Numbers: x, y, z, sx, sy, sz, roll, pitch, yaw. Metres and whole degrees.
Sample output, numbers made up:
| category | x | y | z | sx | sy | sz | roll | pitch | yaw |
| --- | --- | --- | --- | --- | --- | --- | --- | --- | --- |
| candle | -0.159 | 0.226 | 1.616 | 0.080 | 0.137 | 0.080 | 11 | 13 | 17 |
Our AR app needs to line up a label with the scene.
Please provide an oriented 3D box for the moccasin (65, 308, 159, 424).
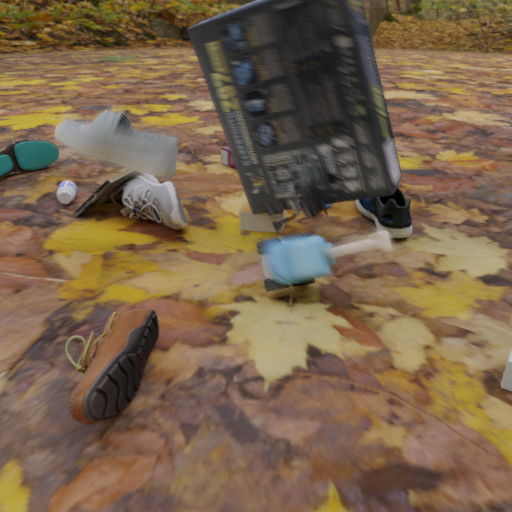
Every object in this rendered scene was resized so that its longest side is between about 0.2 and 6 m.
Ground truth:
| category | x | y | z | sx | sy | sz | roll | pitch | yaw |
| --- | --- | --- | --- | --- | --- | --- | --- | --- | --- |
| moccasin | -1.928 | 1.328 | 7.259 | 0.877 | 0.831 | 2.273 | -1 | 27 | 5 |

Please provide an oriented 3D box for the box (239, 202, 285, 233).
| category | x | y | z | sx | sy | sz | roll | pitch | yaw |
| --- | --- | --- | --- | --- | --- | --- | --- | --- | --- |
| box | 0.135 | -0.835 | 12.129 | 0.934 | 0.455 | 0.581 | 4 | 27 | 9 |

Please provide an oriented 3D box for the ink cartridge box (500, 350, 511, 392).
| category | x | y | z | sx | sy | sz | roll | pitch | yaw |
| --- | --- | --- | --- | --- | --- | --- | --- | --- | --- |
| ink cartridge box | 3.869 | 1.521 | 7.269 | 1.123 | 0.465 | 0.818 | 15 | 30 | 28 |

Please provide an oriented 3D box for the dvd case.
| category | x | y | z | sx | sy | sz | roll | pitch | yaw |
| --- | --- | --- | --- | --- | --- | --- | --- | --- | --- |
| dvd case | -3.280 | -1.648 | 13.130 | 1.464 | 0.157 | 1.968 | -34 | 8 | 32 |

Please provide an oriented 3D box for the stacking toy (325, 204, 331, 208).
| category | x | y | z | sx | sy | sz | roll | pitch | yaw |
| --- | --- | --- | --- | --- | --- | --- | --- | --- | --- |
| stacking toy | 1.040 | -1.595 | 13.485 | 1.554 | 0.853 | 0.902 | 0 | 26 | 25 |

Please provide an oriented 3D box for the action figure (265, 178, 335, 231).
| category | x | y | z | sx | sy | sz | roll | pitch | yaw |
| --- | --- | --- | --- | --- | --- | --- | --- | --- | --- |
| action figure | 0.840 | -0.999 | 10.601 | 1.295 | 0.770 | 0.661 | -25 | 17 | 6 |

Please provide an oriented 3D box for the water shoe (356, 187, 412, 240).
| category | x | y | z | sx | sy | sz | roll | pitch | yaw |
| --- | --- | --- | --- | --- | --- | --- | --- | --- | --- |
| water shoe | 2.881 | -1.226 | 12.316 | 0.894 | 0.986 | 2.500 | -2 | 26 | -8 |

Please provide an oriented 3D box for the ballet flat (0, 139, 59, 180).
| category | x | y | z | sx | sy | sz | roll | pitch | yaw |
| --- | --- | --- | --- | --- | --- | --- | --- | --- | --- |
| ballet flat | -6.825 | -2.652 | 15.427 | 1.024 | 0.923 | 2.721 | 13 | 32 | 35 |

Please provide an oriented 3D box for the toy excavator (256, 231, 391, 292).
| category | x | y | z | sx | sy | sz | roll | pitch | yaw |
| --- | --- | --- | --- | --- | --- | --- | --- | --- | --- |
| toy excavator | 1.086 | 0.001 | 9.144 | 1.671 | 0.858 | 1.718 | -9 | -3 | -31 |

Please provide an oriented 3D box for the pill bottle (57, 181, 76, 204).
| category | x | y | z | sx | sy | sz | roll | pitch | yaw |
| --- | --- | --- | --- | --- | --- | --- | --- | --- | --- |
| pill bottle | -4.606 | -1.524 | 13.593 | 0.419 | 0.419 | 0.748 | -5 | 27 | -9 |

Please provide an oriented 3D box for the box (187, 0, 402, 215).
| category | x | y | z | sx | sy | sz | roll | pitch | yaw |
| --- | --- | --- | --- | --- | --- | --- | --- | --- | --- |
| box | 0.778 | -2.830 | 10.519 | 3.067 | 3.889 | 0.992 | -6 | 26 | 30 |

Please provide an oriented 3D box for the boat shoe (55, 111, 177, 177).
| category | x | y | z | sx | sy | sz | roll | pitch | yaw |
| --- | --- | --- | --- | --- | --- | --- | --- | --- | --- |
| boat shoe | -2.465 | -2.137 | 10.046 | 2.409 | 0.858 | 0.840 | 20 | 17 | 12 |

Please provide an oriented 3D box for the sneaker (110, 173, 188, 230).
| category | x | y | z | sx | sy | sz | roll | pitch | yaw |
| --- | --- | --- | --- | --- | --- | --- | --- | --- | --- |
| sneaker | -2.358 | -1.047 | 12.279 | 1.131 | 1.031 | 2.758 | -28 | 27 | -20 |

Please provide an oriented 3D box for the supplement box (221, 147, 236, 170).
| category | x | y | z | sx | sy | sz | roll | pitch | yaw |
| --- | --- | --- | --- | --- | --- | --- | --- | --- | --- |
| supplement box | -0.471 | -2.827 | 16.152 | 0.659 | 0.519 | 1.007 | -19 | 32 | -34 |
